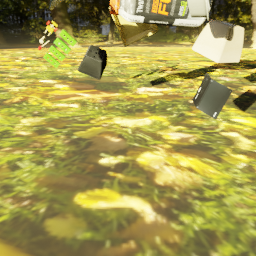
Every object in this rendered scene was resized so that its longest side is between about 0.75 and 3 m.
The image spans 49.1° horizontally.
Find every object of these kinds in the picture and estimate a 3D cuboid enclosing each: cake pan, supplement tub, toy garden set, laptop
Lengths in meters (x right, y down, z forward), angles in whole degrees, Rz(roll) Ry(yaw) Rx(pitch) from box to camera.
[{"bbox_3d":[1.206,-2.907,5.155,0.342,1.865,1.865,-8,17,18],"label":"cake pan"},{"bbox_3d":[0.904,-3.957,8.236,2.843,1.742,1.742,2,19,-5],"label":"supplement tub"},{"bbox_3d":[-2.827,-3.263,10.824,1.239,1.487,0.297,40,34,-16],"label":"toy garden set"},{"bbox_3d":[1.796,-0.703,6.074,0.414,0.710,0.801,20,24,-9],"label":"laptop"}]

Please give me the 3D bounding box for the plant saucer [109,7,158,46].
[{"bbox_3d":[0.198,-3.866,10.000,1.441,1.441,0.349,-27,22,-8],"label":"plant saucer"}]

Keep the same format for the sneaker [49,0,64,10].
[{"bbox_3d":[-1.544,-3.027,6.440,0.316,0.790,0.278,25,26,-35],"label":"sneaker"}]

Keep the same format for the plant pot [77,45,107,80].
[{"bbox_3d":[-1.227,-2.454,10.170,0.902,0.802,0.904,21,59,-6],"label":"plant pot"}]

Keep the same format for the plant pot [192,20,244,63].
[{"bbox_3d":[2.503,-2.353,7.497,0.984,0.871,0.983,-10,39,-35],"label":"plant pot"}]
